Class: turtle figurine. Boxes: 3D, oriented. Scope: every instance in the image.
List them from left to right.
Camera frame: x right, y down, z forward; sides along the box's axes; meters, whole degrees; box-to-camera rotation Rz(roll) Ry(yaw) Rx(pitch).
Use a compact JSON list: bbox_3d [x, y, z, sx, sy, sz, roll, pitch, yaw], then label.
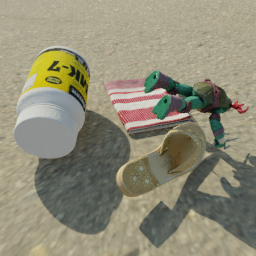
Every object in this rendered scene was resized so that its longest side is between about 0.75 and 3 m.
[{"bbox_3d":[1.740,-0.574,6.955,2.652,1.335,1.985,12,26,-31],"label":"turtle figurine"}]

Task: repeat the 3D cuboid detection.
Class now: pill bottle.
[{"bbox_3d":[-1.943,-0.754,7.485,1.696,1.696,2.967,-1,45,-1],"label":"pill bottle"}]

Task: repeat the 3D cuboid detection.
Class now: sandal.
[{"bbox_3d":[1.115,0.545,6.067,2.933,0.965,1.075,-27,83,-35],"label":"sandal"}]

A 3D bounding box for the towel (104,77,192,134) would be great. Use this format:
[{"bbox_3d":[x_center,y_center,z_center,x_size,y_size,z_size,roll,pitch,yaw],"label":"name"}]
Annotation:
[{"bbox_3d":[0.532,-0.890,8.980,2.049,0.324,2.845,-11,38,-13],"label":"towel"}]
